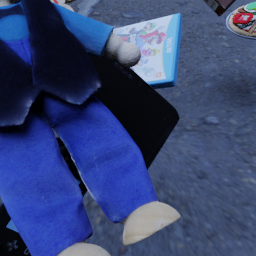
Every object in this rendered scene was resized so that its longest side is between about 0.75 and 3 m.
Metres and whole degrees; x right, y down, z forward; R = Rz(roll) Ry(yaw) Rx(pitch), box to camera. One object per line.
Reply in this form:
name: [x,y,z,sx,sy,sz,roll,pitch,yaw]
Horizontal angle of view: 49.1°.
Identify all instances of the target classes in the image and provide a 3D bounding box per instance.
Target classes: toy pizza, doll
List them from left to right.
doll: [-0.463,-0.229,1.588,1.307,0.464,1.916,-26,77,-18]
toy pizza: [3.403,-2.805,7.121,1.719,0.272,1.719,-7,48,8]

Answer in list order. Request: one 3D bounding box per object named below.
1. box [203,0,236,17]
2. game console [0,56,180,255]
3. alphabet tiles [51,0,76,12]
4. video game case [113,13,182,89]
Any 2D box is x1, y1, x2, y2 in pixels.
box: [2.267,-3.381,5.474,1.037,2.072,0.776,44,12,0]
game console: [-0.412,0.310,2.447,1.922,1.134,0.232,-56,21,-11]
alphabet tiles: [-2.202,-2.795,5.702,2.601,2.544,0.190,-45,16,-31]
video game case: [-0.071,-0.805,3.218,1.331,0.118,0.952,-4,60,25]
